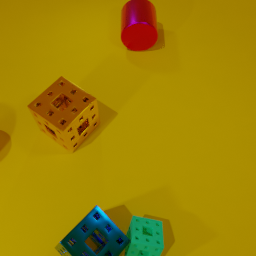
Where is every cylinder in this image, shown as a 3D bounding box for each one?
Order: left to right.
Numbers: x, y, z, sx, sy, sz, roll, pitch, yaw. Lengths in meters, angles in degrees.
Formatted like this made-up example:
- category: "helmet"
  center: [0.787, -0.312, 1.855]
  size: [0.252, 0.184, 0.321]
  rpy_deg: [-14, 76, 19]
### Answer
- category: "cylinder"
  center: [0.404, -3.797, 10.346]
  size: [1.347, 1.347, 1.347]
  rpy_deg: [0, 60, 0]

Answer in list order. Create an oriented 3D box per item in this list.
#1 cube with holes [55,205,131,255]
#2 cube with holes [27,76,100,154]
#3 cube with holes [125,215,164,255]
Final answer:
- category: "cube with holes"
  center: [-0.838, 2.669, 6.415]
  size: [1.103, 1.103, 1.103]
  rpy_deg: [45, 57, 7]
- category: "cube with holes"
  center: [-1.830, -0.379, 8.353]
  size: [1.364, 1.364, 1.364]
  rpy_deg: [33, 65, 18]
- category: "cube with holes"
  center: [0.377, 2.698, 6.705]
  size: [0.742, 0.742, 0.742]
  rpy_deg: [13, 31, -4]
